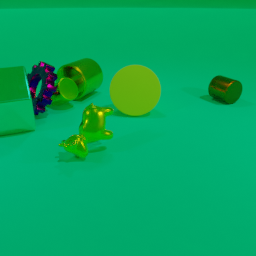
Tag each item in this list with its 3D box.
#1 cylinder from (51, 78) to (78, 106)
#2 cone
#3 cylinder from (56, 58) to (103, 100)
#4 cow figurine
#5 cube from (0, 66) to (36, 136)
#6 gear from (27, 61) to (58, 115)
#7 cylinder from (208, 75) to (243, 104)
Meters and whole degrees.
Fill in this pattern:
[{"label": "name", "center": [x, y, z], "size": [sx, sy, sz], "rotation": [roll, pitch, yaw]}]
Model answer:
[{"label": "cylinder", "center": [-2.185, -1.201, 9.340], "size": [0.767, 0.767, 0.767], "rotation": [-16, 9, 44]}, {"label": "cone", "center": [0.260, -1.140, 9.452], "size": [1.592, 1.592, 1.598], "rotation": [1, -2, 3]}, {"label": "cylinder", "center": [-1.768, -1.827, 10.328], "size": [1.285, 1.285, 1.285], "rotation": [11, 27, 22]}, {"label": "cow figurine", "center": [-0.967, 0.043, 6.526], "size": [1.254, 1.274, 0.699], "rotation": [0, 4, -36]}, {"label": "cube", "center": [-3.270, -0.709, 7.486], "size": [1.284, 1.284, 1.284], "rotation": [-10, 55, -19]}, {"label": "gear", "center": [-2.798, -1.241, 8.761], "size": [0.303, 1.639, 1.639], "rotation": [16, 9, -45]}, {"label": "cylinder", "center": [3.423, -1.362, 9.881], "size": [0.839, 0.839, 0.839], "rotation": [-13, 28, -25]}]
